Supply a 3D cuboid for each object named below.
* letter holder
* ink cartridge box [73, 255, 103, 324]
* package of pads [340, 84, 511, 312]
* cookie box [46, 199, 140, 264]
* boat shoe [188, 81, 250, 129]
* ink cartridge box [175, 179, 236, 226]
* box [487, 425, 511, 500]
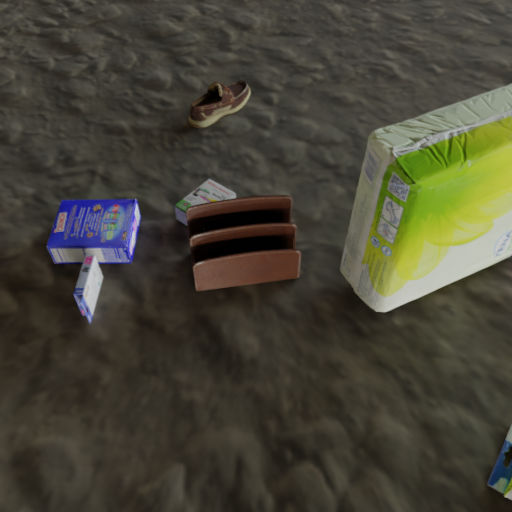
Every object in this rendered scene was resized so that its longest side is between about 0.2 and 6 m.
[{"bbox_3d":[-0.202,-0.234,9.064,1.742,1.238,0.876,-7,50,-7],"label":"letter holder"},{"bbox_3d":[-2.661,0.522,8.848,0.201,0.572,0.958,-1,49,1],"label":"ink cartridge box"},{"bbox_3d":[3.211,-0.917,8.547,3.814,2.946,1.301,-21,53,-18],"label":"package of pads"},{"bbox_3d":[-2.783,-0.435,9.716,1.344,0.505,1.149,0,49,0],"label":"cookie box"},{"bbox_3d":[-0.788,-3.465,12.241,0.640,0.639,1.775,36,58,27],"label":"boat shoe"},{"bbox_3d":[-0.906,-0.897,10.190,0.679,0.394,0.937,31,56,24],"label":"ink cartridge box"},{"bbox_3d":[3.948,2.870,6.937,1.773,0.422,1.081,28,54,21],"label":"box"}]
